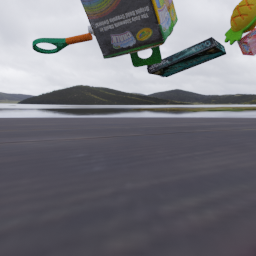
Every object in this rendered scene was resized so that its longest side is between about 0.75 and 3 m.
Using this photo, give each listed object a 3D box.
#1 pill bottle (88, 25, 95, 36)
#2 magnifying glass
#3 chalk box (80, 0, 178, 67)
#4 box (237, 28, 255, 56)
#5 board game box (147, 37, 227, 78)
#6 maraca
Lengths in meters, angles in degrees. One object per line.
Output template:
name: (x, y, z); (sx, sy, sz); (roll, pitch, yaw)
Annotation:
pill bottle: (-1.130, -3.818, 10.853); (0.825, 0.466, 0.466); (-6, 3, -3)
magnifying glass: (-1.470, -1.883, 6.214); (1.483, 0.166, 0.590); (-6, -11, 22)
chalk box: (0.091, -2.153, 5.171); (1.280, 2.058, 1.274); (-6, 35, 27)
box: (4.483, -3.057, 9.563); (1.238, 0.586, 0.635); (-36, 23, -3)
board game box: (1.659, -1.930, 7.947); (1.950, 0.275, 1.319); (-18, -5, 32)
maraca: (3.875, -3.609, 9.398); (0.930, 1.739, 1.192); (25, 21, -18)
